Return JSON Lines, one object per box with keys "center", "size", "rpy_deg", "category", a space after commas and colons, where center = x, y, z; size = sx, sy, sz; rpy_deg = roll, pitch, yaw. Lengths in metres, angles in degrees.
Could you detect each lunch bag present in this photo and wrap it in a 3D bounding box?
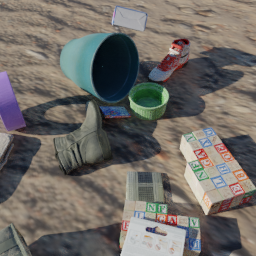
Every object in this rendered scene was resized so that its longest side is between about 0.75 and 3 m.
{"center": [-2.950, 3.764, 6.413], "size": [1.855, 1.330, 2.261], "rpy_deg": [-28, 60, -23], "category": "lunch bag"}

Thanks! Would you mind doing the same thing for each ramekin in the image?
{"center": [0.816, -1.041, 11.217], "size": [1.578, 0.771, 1.578], "rpy_deg": [0, 47, 0], "category": "ramekin"}

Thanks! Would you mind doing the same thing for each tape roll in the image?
{"center": [-4.409, -0.957, 10.224], "size": [0.688, 2.097, 2.097], "rpy_deg": [-20, 50, -19], "category": "tape roll"}

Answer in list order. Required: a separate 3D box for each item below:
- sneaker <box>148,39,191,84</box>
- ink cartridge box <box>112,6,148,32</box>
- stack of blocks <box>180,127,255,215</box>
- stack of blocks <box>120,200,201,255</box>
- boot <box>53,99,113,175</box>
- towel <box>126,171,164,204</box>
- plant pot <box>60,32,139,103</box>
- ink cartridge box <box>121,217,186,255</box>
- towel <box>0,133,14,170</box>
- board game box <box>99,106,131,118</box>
{"center": [1.877, -3.129, 12.718], "size": [2.630, 1.409, 0.878], "rpy_deg": [-36, 57, -29], "category": "sneaker"}
{"center": [0.016, -4.514, 11.668], "size": [1.313, 0.734, 1.924], "rpy_deg": [11, 16, -8], "category": "ink cartridge box"}
{"center": [2.619, 1.291, 9.051], "size": [1.505, 0.765, 2.614], "rpy_deg": [-13, 49, -12], "category": "stack of blocks"}
{"center": [0.883, 2.787, 7.767], "size": [2.096, 0.614, 1.207], "rpy_deg": [5, 47, 5], "category": "stack of blocks"}
{"center": [-1.774, 0.186, 10.005], "size": [1.940, 1.005, 2.969], "rpy_deg": [-15, 47, -6], "category": "boot"}
{"center": [0.528, 1.918, 8.908], "size": [1.175, 0.211, 1.220], "rpy_deg": [2, 45, -2], "category": "towel"}
{"center": [-1.366, -2.637, 11.617], "size": [2.553, 2.717, 2.717], "rpy_deg": [20, 49, 36], "category": "plant pot"}
{"center": [0.569, 3.390, 7.080], "size": [1.518, 0.448, 1.896], "rpy_deg": [11, 60, 11], "category": "ink cartridge box"}
{"center": [-5.163, 1.194, 9.374], "size": [1.825, 0.475, 2.755], "rpy_deg": [8, 48, 10], "category": "towel"}
{"center": [-0.512, -0.620, 10.950], "size": [1.194, 0.116, 0.615], "rpy_deg": [-3, 40, -38], "category": "board game box"}
